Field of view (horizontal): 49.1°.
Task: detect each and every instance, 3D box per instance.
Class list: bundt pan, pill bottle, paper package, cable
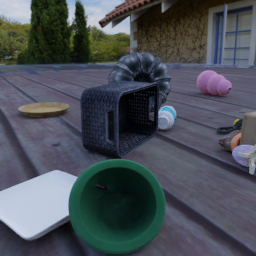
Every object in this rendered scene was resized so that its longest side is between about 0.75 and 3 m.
[{"bbox_3d":[0.579,-1.889,11.773,2.824,2.824,1.060,-2,5,-8],"label":"bundt pan"},{"bbox_3d":[1.399,-0.362,10.558,0.724,0.724,1.306,4,17,14],"label":"pill bottle"},{"bbox_3d":[3.833,0.177,7.719,1.353,1.290,0.700,-9,19,-29],"label":"paper package"},{"bbox_3d":[3.911,0.054,10.179,1.557,0.392,0.756,-24,44,-28],"label":"cable"}]

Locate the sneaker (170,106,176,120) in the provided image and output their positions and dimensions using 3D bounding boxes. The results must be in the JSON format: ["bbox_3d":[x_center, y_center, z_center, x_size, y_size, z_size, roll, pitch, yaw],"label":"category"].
[{"bbox_3d":[1.788,-0.618,11.894,0.450,0.456,1.194,1,17,0],"label":"sneaker"}]

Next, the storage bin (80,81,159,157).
[{"bbox_3d":[-0.141,-0.410,8.735,1.275,1.839,2.720,9,19,27],"label":"storage bin"}]

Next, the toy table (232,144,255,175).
[{"bbox_3d":[3.098,0.730,6.979,0.868,0.798,0.509,2,0,10],"label":"toy table"}]

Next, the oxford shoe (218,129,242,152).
[{"bbox_3d":[3.685,0.221,8.618,2.113,0.753,0.770,-11,15,-32],"label":"oxford shoe"}]

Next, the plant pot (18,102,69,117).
[{"bbox_3d":[-3.848,-0.838,12.919,2.242,0.308,2.242,0,16,0],"label":"plant pot"}]

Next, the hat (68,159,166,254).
[{"bbox_3d":[-0.203,1.466,5.052,1.772,1.467,1.559,-2,-24,-16],"label":"hat"}]

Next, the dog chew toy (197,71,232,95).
[{"bbox_3d":[5.436,-2.712,17.476,1.478,1.478,2.373,-9,28,-29],"label":"dog chew toy"}]

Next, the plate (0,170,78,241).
[{"bbox_3d":[-1.544,1.393,5.264,1.832,0.296,1.828,10,20,39],"label":"plate"}]
